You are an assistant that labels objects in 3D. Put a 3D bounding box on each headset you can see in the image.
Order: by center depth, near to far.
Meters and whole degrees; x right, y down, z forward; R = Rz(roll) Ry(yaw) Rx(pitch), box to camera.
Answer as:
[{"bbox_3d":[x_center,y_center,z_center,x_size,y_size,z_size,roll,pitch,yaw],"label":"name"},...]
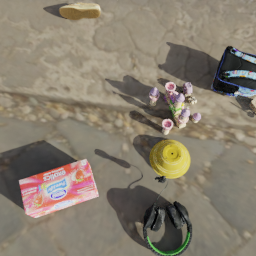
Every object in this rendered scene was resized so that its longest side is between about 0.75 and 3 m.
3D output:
[{"bbox_3d":[0.924,2.119,6.735,1.180,0.898,1.911,-5,77,-3],"label":"headset"}]

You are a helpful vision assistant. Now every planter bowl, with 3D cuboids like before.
[{"bbox_3d":[1.166,0.755,7.577,1.133,0.472,1.133,0,65,0],"label":"planter bowl"}]

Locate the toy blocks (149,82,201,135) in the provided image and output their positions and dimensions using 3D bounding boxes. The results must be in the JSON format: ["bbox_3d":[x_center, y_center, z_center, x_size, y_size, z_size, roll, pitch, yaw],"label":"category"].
[{"bbox_3d":[1.427,-0.743,7.849,1.404,1.182,1.312,-18,67,-8],"label":"toy blocks"}]

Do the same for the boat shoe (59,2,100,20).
[{"bbox_3d":[-1.672,-4.100,9.756,1.408,0.502,0.454,0,58,-8],"label":"boat shoe"}]

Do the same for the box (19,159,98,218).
[{"bbox_3d":[-1.695,1.523,7.031,1.729,0.826,0.862,-17,67,-7],"label":"box"}]

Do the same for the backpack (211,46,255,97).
[{"bbox_3d":[3.397,-1.551,8.302,1.491,1.003,1.361,18,67,9],"label":"backpack"}]

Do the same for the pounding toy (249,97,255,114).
[{"bbox_3d":[3.955,-0.624,8.205,0.434,0.435,0.758,-26,69,-6],"label":"pounding toy"}]
